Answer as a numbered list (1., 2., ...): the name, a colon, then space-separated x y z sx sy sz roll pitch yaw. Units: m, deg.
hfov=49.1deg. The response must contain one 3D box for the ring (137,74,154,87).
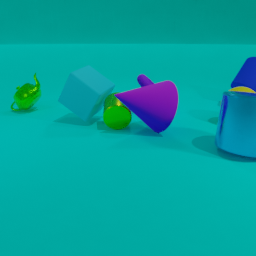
1. ring: 0.980 -1.227 9.843 1.735 0.347 1.735 43 13 -12

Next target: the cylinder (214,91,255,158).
1. cylinder: 2.717 -0.127 6.379 1.273 1.273 1.273 5 14 -1

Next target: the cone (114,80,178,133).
1. cone: 0.302 -0.718 7.466 1.478 1.473 1.473 11 13 -25

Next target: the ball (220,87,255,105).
1. ball: 3.373 -0.673 8.437 1.133 1.133 1.133 0 18 0

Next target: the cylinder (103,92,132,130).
1. cylinder: -0.309 -0.505 8.172 0.816 0.816 0.816 -1 34 -2

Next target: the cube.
1. cube: -1.250 -1.077 8.544 1.088 1.088 1.088 37 32 4

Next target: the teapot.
1. teapot: -3.561 -1.204 9.868 0.799 1.633 1.015 43 11 -7

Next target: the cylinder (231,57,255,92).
1. cylinder: 4.632 -1.804 10.352 1.192 1.192 1.192 33 -3 2
